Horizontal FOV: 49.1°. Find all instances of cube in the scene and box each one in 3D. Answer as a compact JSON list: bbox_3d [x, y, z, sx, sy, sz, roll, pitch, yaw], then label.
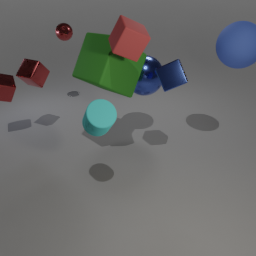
[{"bbox_3d":[-4.398,-1.416,9.782,0.700,0.700,0.700,5,43,-37],"label":"cube"},{"bbox_3d":[-3.322,-1.918,9.821,0.700,0.700,0.700,15,76,23],"label":"cube"},{"bbox_3d":[0.018,-2.176,6.827,0.700,0.700,0.700,14,39,-28],"label":"cube"},{"bbox_3d":[1.266,-1.525,8.060,0.700,0.700,0.700,-21,9,17],"label":"cube"},{"bbox_3d":[-0.556,-1.883,8.425,1.400,1.400,1.400,23,5,42],"label":"cube"}]

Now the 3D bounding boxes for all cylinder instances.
[{"bbox_3d":[-0.679,-0.227,6.551,0.700,0.700,0.700,5,71,-15],"label":"cylinder"}]

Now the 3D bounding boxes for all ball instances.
[{"bbox_3d":[3.419,-2.532,8.572,1.400,1.400,1.400,0,30,0],"label":"ball"},{"bbox_3d":[-2.611,-3.928,11.454,0.700,0.700,0.700,0,30,0],"label":"ball"},{"bbox_3d":[0.575,-1.843,9.858,1.400,1.400,1.400,0,30,0],"label":"ball"}]
